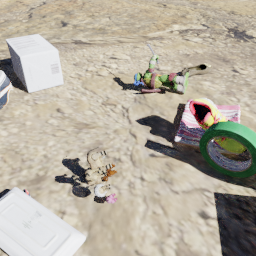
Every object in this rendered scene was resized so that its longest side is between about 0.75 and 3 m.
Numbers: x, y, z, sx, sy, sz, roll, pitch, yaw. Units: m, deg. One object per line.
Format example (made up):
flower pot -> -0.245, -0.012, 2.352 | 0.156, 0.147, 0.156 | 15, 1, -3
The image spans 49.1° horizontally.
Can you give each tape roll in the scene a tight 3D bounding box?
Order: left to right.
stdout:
tape roll -> 2.433, 0.518, 6.612 | 1.459, 1.459, 0.351 | 22, 49, 29

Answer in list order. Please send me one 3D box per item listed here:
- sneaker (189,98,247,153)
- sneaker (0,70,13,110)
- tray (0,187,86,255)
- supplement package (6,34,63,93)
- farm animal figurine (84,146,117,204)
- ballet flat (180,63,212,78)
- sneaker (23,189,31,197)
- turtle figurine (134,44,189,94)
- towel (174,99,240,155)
sneaker -> 2.295, -0.066, 7.380 | 0.896, 0.775, 1.984 | 5, 36, -53
sneaker -> -4.666, -0.835, 9.364 | 0.880, 0.891, 2.243 | 15, 61, 30
tray -> -1.938, 1.932, 5.457 | 2.059, 0.228, 1.106 | 26, 41, 21
supplement package -> -3.871, -2.757, 11.525 | 1.436, 1.492, 2.622 | -19, 39, -24
farm animal figurine -> -0.683, 1.126, 6.336 | 0.592, 0.951, 1.178 | -22, 30, 13
ballet flat -> 3.010, -2.575, 12.230 | 1.789, 0.415, 0.603 | -19, 38, -25
sneaker -> -2.520, 1.612, 6.077 | 0.307, 0.346, 0.819 | 24, 41, 31
turtle figurine -> 1.353, -2.161, 10.686 | 2.001, 1.485, 2.064 | 18, 42, 17
towel -> 2.537, -0.149, 8.675 | 1.817, 0.371, 2.483 | 10, 35, 16
